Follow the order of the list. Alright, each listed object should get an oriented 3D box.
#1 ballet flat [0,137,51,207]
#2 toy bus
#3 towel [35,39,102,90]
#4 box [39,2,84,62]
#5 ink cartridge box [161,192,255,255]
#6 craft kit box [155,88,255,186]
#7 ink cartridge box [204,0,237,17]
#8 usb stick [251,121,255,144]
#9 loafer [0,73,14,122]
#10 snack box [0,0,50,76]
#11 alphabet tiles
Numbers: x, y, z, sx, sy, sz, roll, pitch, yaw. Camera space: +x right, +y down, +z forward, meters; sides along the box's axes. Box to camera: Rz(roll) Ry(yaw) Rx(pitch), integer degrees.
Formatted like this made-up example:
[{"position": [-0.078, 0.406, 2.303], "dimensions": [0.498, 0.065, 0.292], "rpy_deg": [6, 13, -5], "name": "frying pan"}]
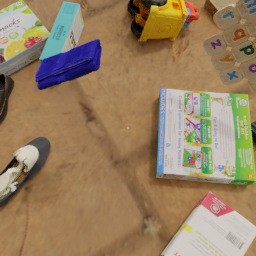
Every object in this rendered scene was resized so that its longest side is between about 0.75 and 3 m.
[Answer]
[{"position": [-2.915, 1.107, 7.495], "dimensions": [0.830, 0.830, 2.272], "rpy_deg": [32, 70, 13], "name": "ballet flat"}, {"position": [1.226, -4.136, 9.470], "dimensions": [2.197, 1.553, 2.288], "rpy_deg": [-2, 63, -15], "name": "toy bus"}, {"position": [-1.014, -1.121, 4.771], "dimensions": [1.138, 0.282, 0.841], "rpy_deg": [-15, 46, 15], "name": "towel"}, {"position": [-2.088, -2.841, 9.094], "dimensions": [0.584, 0.978, 2.376], "rpy_deg": [11, 67, 5], "name": "box"}, {"position": [1.920, 2.780, 6.752], "dimensions": [1.406, 0.808, 1.937], "rpy_deg": [38, 72, 15], "name": "ink cartridge box"}, {"position": [2.143, 0.190, 8.010], "dimensions": [2.621, 0.644, 2.654], "rpy_deg": [4, 67, 4], "name": "craft kit box"}, {"position": [3.440, -4.332, 10.037], "dimensions": [0.913, 0.416, 1.109], "rpy_deg": [-25, 69, -11], "name": "ink cartridge box"}, {"position": [4.875, -0.343, 8.290], "dimensions": [2.864, 0.467, 0.794], "rpy_deg": [-25, 69, -10], "name": "usb stick"}, {"position": [-3.978, -0.928, 8.462], "dimensions": [0.625, 0.611, 1.713], "rpy_deg": [3, 67, 1], "name": "loafer"}, {"position": [-4.108, -2.779, 9.194], "dimensions": [2.752, 0.729, 1.957], "rpy_deg": [-36, 71, -14], "name": "snack box"}, {"position": [2.899, -1.837, 6.351], "dimensions": [0.163, 2.182, 2.231], "rpy_deg": [-46, 109, -38], "name": "alphabet tiles"}]
